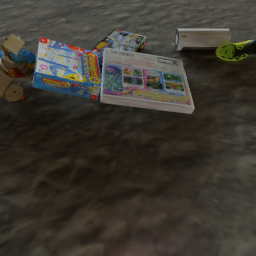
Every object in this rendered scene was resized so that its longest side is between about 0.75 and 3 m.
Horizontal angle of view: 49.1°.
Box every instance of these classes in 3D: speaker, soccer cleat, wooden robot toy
[{"bbox_3d":[2.911,-3.474,10.981,2.029,0.824,0.824,0,46,-1],"label":"speaker"},{"bbox_3d":[4.310,-2.991,10.792,2.037,0.658,0.852,-10,17,-4],"label":"soccer cleat"},{"bbox_3d":[-3.874,-1.400,8.869,1.289,1.328,2.926,2,64,59],"label":"wooden robot toy"}]

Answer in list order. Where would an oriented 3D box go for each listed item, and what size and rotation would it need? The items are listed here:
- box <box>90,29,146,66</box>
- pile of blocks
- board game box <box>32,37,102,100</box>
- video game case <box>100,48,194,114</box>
[{"bbox_3d":[-0.385,-3.076,10.865,1.465,0.427,2.139,20,49,19],"label":"box"},{"bbox_3d":[-3.989,-2.208,9.548,2.729,1.120,0.848,14,47,13],"label":"pile of blocks"},{"bbox_3d":[-1.970,-1.965,9.182,2.035,0.581,2.079,9,43,-22],"label":"board game box"},{"bbox_3d":[0.566,-1.598,9.127,2.838,0.336,2.583,7,47,-9],"label":"video game case"}]
